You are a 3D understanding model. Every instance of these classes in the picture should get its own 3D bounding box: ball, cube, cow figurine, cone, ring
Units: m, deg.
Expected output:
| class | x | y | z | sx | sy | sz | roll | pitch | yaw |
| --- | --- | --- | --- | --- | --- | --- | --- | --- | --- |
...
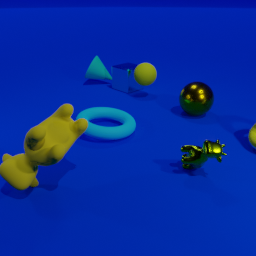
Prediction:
| class | x | y | z | sx | sy | sz | roll | pitch | yaw |
| --- | --- | --- | --- | --- | --- | --- | --- | --- | --- |
| ball | 2.270 | -0.970 | 9.303 | 1.144 | 1.144 | 1.144 | 0 | 26 | 0 |
| ball | 0.663 | -2.062 | 10.787 | 0.878 | 0.878 | 0.878 | 0 | 26 | 0 |
| cube | 0.001 | -2.148 | 11.896 | 0.991 | 0.991 | 0.991 | -23 | 34 | -39 |
| cow figurine | -1.746 | 0.430 | 5.704 | 1.717 | 0.958 | 1.745 | -35 | 12 | 50 |
| cow figurine | 1.661 | 0.609 | 6.226 | 0.962 | 0.978 | 0.537 | -4 | 63 | 13 |
| cone | -1.165 | -2.449 | 12.583 | 1.148 | 1.144 | 1.144 | 29 | 26 | -6 |
| ring | -0.648 | -0.169 | 8.304 | 1.774 | 0.355 | 1.774 | 6 | 26 | -3 |

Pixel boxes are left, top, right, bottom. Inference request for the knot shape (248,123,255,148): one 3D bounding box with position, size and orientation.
| class | x | y | z | sx | sy | sz | roll | pitch | yaw |
| --- | --- | --- | --- | --- | --- | --- | --- | --- | --- |
| knot shape | 3.922 | -0.165 | 7.219 | 1.611 | 1.507 | 0.744 | -8 | -16 | 9 |
